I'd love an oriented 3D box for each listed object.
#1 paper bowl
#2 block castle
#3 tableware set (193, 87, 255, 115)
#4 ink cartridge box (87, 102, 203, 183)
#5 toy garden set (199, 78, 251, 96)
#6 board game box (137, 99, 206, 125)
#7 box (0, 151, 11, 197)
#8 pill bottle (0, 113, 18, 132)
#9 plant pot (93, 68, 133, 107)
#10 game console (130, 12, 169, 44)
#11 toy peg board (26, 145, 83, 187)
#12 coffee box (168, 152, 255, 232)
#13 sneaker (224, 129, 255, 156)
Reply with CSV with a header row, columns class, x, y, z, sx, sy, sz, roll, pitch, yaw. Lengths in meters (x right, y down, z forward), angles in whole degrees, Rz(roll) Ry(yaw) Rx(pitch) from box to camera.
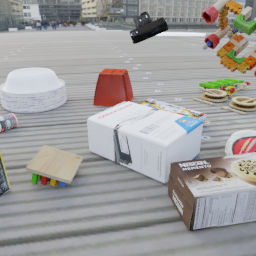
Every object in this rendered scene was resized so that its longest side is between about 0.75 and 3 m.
class,x,y,z,sx,sy,sz,roll,pitch,yaw
paper bowl,-4.404,-1.886,13.065,2.954,1.536,2.954,1,24,-1
block castle,2.632,-2.019,6.584,0.936,1.333,1.995,-42,61,-3
tableware set,4.793,-1.467,13.261,1.900,0.576,2.875,-19,31,-36
ink cartridge box,0.493,0.253,8.653,2.919,1.229,2.111,19,30,35
toy garden set,5.359,-2.177,14.960,2.366,0.472,1.973,-13,22,-29
board game box,1.401,-0.455,11.119,2.813,0.487,1.776,20,32,38
box,-3.708,0.744,6.956,1.396,1.749,0.431,11,30,25
pill bottle,-4.677,-0.166,10.437,0.542,0.542,0.952,20,32,37
plant pot,-0.681,-1.986,13.335,1.674,1.477,1.676,3,25,9
game console,0.500,-2.844,7.675,0.979,0.200,1.660,-20,38,10
toy peg board,-2.002,1.150,7.693,1.187,0.583,1.192,17,27,0
coffee box,2.298,1.389,6.466,2.426,0.968,1.371,-5,25,-10
sneaker,4.382,0.607,8.391,2.963,1.141,1.258,-16,37,-14
